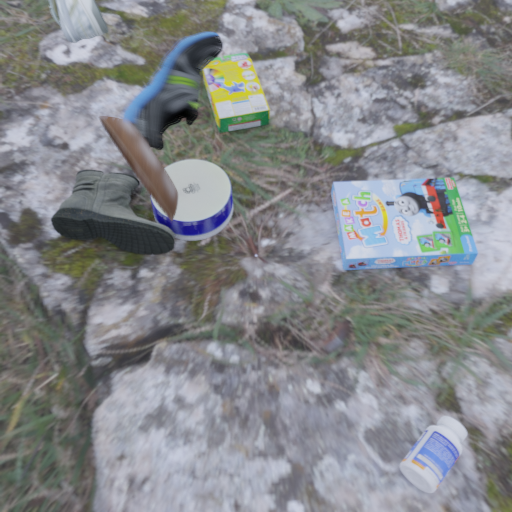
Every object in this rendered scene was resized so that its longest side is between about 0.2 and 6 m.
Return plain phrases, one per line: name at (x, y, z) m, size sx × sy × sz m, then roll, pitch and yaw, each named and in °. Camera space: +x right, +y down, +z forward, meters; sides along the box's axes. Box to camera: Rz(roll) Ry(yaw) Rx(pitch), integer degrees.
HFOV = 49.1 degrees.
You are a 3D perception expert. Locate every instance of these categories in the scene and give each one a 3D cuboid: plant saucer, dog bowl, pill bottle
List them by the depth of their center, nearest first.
plant saucer at (-1.389, -1.135, 6.960) m, size 0.279 × 1.525 × 1.525 m, roll -35°, pitch 63°, yaw -8°
pill bottle at (2.704, 2.957, 8.438) m, size 0.598 × 0.598 × 1.067 m, roll 38°, pitch 65°, yaw 22°
dog bowl at (-1.265, -1.123, 11.078) m, size 1.601 × 0.630 × 1.601 m, roll 0°, pitch 56°, yaw 0°

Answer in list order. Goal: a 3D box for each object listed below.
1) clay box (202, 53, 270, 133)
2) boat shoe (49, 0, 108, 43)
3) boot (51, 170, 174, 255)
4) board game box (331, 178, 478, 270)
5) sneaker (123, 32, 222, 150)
clay box at (-0.509, -3.801, 12.901) m, size 1.184 × 0.491 × 2.062 m, roll -11°, pitch 58°, yaw -7°
boat shoe at (-3.162, -4.160, 9.450) m, size 0.708 × 0.813 × 2.207 m, roll -32°, pitch 49°, yaw -9°
boot at (-2.603, -0.999, 10.935) m, size 2.480 × 0.840 × 1.620 m, roll 12°, pitch 52°, yaw 6°
board game box at (2.806, -0.653, 10.876) m, size 2.463 × 0.451 × 1.863 m, roll -3°, pitch 57°, yaw -1°
sneaker at (-1.165, -2.522, 8.673) m, size 0.882 × 0.755 × 2.129 m, roll 34°, pitch 79°, yaw 2°
